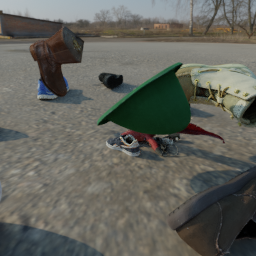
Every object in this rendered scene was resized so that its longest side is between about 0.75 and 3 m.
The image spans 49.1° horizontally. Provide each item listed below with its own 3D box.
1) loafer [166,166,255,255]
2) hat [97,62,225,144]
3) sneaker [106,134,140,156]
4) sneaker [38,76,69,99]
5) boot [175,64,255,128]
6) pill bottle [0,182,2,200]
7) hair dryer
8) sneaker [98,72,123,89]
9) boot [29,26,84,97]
[{"bbox_3d":[1.787,1.343,4.522,2.689,0.982,0.955,-13,61,-34],"label":"loafer"},{"bbox_3d":[0.962,0.066,5.881,2.486,2.188,2.059,-35,-1,-11],"label":"hat"},{"bbox_3d":[-0.134,0.369,7.422,1.125,0.447,0.441,16,27,39],"label":"sneaker"},{"bbox_3d":[-3.430,-2.151,13.017,1.027,1.165,2.614,2,20,4],"label":"sneaker"},{"bbox_3d":[2.089,-0.772,6.627,2.713,0.978,2.098,-7,31,-6],"label":"boot"},{"bbox_3d":[-2.605,1.352,3.581,1.317,1.317,2.343,-2,21,-6],"label":"pill bottle"},{"bbox_3d":[0.603,0.258,7.690,1.670,0.454,1.272,5,22,15],"label":"hair dryer"},{"bbox_3d":[-1.085,-2.527,14.734,1.231,0.709,2.360,9,18,21],"label":"sneaker"},{"bbox_3d":[-1.787,-1.764,7.923,2.016,1.879,0.648,-1,38,42],"label":"boot"}]
